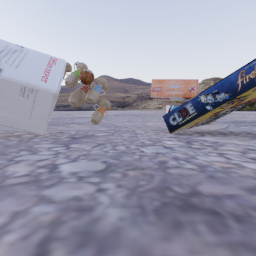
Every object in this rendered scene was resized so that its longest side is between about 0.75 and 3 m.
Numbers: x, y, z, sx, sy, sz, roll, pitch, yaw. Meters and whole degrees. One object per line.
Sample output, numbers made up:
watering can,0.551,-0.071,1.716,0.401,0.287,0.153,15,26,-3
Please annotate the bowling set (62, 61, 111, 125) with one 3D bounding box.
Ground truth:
bowling set,-1.304,-1.495,9.408,1.767,2.539,1.363,-34,21,48

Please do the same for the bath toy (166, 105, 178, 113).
bath toy,2.132,-0.925,11.798,1.230,1.046,2.830,-24,1,1

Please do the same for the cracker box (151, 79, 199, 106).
cracker box,1.220,-0.861,7.081,1.076,0.463,1.607,3,-3,13

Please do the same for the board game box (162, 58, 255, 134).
board game box,2.322,-0.735,6.109,1.845,0.471,2.724,-10,-17,-45

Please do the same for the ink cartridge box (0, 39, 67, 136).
ink cartridge box,-2.846,-1.081,5.952,2.744,1.157,2.005,16,28,-15
